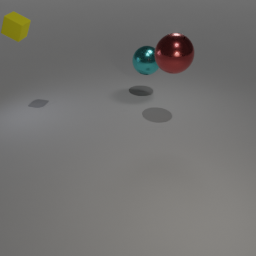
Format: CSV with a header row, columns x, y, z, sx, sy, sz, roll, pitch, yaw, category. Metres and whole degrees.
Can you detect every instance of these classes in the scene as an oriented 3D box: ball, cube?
x,y,z,sx,sy,sz,roll,pitch,yaw,category
1.637,-2.625,9.918,1.400,1.400,1.400,0,29,0,ball
0.910,-3.294,13.683,1.400,1.400,1.400,0,29,0,ball
-4.114,-3.723,10.284,0.700,0.700,0.700,26,36,-8,cube
